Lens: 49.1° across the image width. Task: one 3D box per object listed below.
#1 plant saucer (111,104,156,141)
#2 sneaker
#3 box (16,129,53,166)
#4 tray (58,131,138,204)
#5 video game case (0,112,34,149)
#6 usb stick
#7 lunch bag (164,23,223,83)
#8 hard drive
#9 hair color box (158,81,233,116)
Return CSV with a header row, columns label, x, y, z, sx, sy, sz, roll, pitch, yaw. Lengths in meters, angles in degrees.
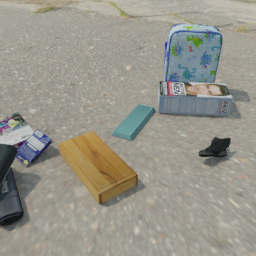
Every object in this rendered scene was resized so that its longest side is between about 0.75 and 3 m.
label,x,y,z,sx,sy,sz,roll,pitch,yaw
plant saucer,0.258,-0.297,10.295,0.789,0.214,2.257,16,37,21
sneaker,2.653,0.559,8.596,1.213,0.364,0.632,3,74,-21
box,-2.934,0.613,8.644,0.667,0.178,1.101,33,69,22
tray,-0.949,1.011,8.178,1.230,0.462,2.494,-22,41,-28
video game case,-4.119,0.223,9.289,1.680,0.301,1.523,-26,51,-32
usb stick,-3.244,1.607,7.351,0.621,0.365,2.238,-19,40,-20
lunch bag,2.607,-2.864,11.704,2.245,2.793,1.152,4,36,5
hard drive,-4.203,1.475,6.932,1.904,0.449,2.729,5,49,8
hair color box,2.551,-1.187,11.027,2.689,0.815,1.331,3,34,3
